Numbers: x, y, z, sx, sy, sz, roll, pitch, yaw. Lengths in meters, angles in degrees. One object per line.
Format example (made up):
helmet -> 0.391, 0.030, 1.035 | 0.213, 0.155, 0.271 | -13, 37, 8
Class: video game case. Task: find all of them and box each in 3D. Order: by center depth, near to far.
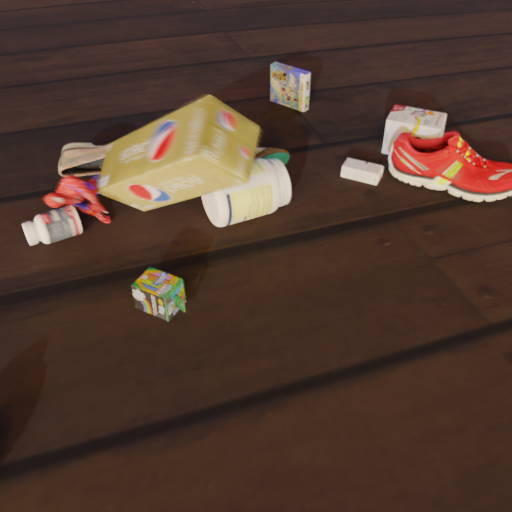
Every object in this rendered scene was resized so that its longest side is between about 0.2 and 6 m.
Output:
video game case -> 0.944, -4.787, 15.887 | 1.224, 1.110, 0.278 | 27, 47, 28

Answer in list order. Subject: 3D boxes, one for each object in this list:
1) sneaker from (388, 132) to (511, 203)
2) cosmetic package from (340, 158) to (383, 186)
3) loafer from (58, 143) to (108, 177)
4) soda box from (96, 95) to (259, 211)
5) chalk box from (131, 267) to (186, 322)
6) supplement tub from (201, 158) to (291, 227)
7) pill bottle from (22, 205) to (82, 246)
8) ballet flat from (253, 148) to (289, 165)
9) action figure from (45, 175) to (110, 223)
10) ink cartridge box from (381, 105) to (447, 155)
sneaker -> 4.502, -2.091, 12.481 | 3.054, 1.297, 1.176 | 12, 41, 14
cosmetic package -> 2.478, -1.981, 13.121 | 0.894, 0.331, 0.455 | 18, 43, 18
loafer -> -3.409, -2.174, 13.073 | 2.462, 0.885, 0.774 | -1, 53, 9
soda box -> -1.588, -1.790, 10.620 | 3.561, 1.206, 1.140 | -6, 68, 48
chalk box -> -1.595, 0.689, 9.705 | 0.927, 0.578, 0.574 | 19, 44, 20
supplement tub -> -0.222, -1.353, 11.669 | 1.645, 1.193, 1.193 | -17, 43, -19
pill bottle -> -4.080, -0.583, 11.207 | 1.032, 0.617, 0.617 | -21, 44, -24
ballet flat -> -0.073, -2.165, 13.106 | 1.858, 0.630, 0.672 | -32, 60, -26
action figure -> -3.050, -1.281, 11.789 | 2.673, 0.872, 1.323 | -27, 71, -43
ink cartridge box -> 3.921, -3.033, 13.892 | 1.325, 0.958, 0.963 | 16, 42, 18
